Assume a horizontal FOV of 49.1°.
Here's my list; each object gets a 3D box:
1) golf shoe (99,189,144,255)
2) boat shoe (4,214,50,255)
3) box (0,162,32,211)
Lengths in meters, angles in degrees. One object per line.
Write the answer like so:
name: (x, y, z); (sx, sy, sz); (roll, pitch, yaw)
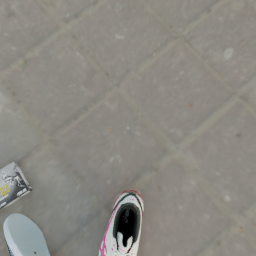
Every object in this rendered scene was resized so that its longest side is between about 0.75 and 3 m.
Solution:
golf shoe: (-0.215, 2.749, 6.543); (0.913, 1.158, 2.515); (9, 89, 3)
boat shoe: (-2.411, 3.384, 6.600); (1.185, 0.923, 2.609); (-48, 65, 14)
box: (-3.230, 1.559, 7.327); (1.136, 0.275, 0.900); (-32, 80, -7)
